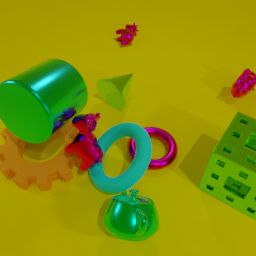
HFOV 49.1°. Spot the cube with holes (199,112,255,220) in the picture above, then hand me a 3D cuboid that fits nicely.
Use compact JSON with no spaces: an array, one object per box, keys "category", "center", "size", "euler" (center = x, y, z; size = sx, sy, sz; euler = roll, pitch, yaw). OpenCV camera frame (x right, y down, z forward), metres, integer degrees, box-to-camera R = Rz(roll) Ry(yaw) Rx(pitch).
[{"category":"cube with holes","center":[2.379,0.738,5.571],"size":[1.270,1.270,1.270],"euler":[28,53,22]}]

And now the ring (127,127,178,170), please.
[{"category":"ring","center":[0.572,0.446,6.514],"size":[1.174,0.235,1.174],"euler":[1,51,-2]}]

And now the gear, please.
[{"category":"gear","center":[-1.912,0.413,6.333],"size":[1.984,0.367,1.984],"euler":[-1,54,1]}]

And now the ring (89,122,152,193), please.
[{"category":"ring","center":[-0.193,0.592,5.862],"size":[1.565,0.313,1.565],"euler":[-22,51,29]}]

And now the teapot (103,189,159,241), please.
[{"category":"teapot","center":[0.058,1.497,5.044],"size":[1.015,1.632,0.799],"euler":[6,89,-13]}]

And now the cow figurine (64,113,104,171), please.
[{"category":"cow figurine","center":[-0.783,0.245,5.616],"size":[1.059,1.042,0.581],"euler":[52,27,-4]}]

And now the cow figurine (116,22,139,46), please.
[{"category":"cow figurine","center":[0.043,-3.314,9.868],"size":[0.921,0.514,0.936],"euler":[-20,44,-11]}]

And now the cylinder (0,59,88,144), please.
[{"category":"cylinder","center":[-1.617,-0.542,5.384],"size":[1.259,1.259,1.259],"euler":[19,37,16]}]

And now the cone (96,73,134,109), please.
[{"category":"cone","center":[-0.153,-1.182,7.475],"size":[0.979,0.979,0.983],"euler":[31,63,26]}]

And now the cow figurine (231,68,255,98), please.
[{"category":"cow figurine","center":[3.171,-1.172,7.636],"size":[0.585,1.049,1.066],"euler":[40,81,15]}]
